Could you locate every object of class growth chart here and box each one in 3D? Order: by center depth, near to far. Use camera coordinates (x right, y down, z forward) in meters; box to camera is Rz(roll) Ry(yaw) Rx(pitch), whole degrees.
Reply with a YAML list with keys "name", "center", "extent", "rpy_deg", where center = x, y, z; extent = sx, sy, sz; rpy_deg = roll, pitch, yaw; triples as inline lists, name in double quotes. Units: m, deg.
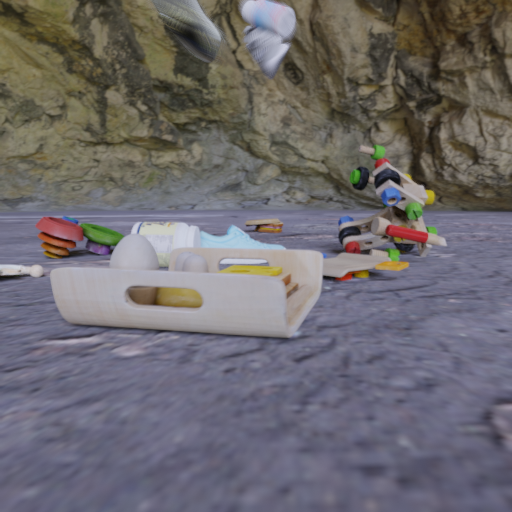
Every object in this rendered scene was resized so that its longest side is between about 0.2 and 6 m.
- name: "growth chart"
  center: [-4.465, 0.322, 7.127]
  extent: [2.126, 0.261, 2.938]
  rpy_deg: [1, 6, 12]

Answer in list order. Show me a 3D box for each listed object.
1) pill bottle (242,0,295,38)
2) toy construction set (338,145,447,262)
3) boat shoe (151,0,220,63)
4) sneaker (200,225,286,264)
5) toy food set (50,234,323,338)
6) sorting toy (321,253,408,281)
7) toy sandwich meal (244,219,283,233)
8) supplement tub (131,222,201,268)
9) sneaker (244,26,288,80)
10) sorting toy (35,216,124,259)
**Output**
- name: "pill bottle"
  center: [0.171, -3.610, 8.471]
  extent: [0.783, 0.426, 0.426]
  rpy_deg: [32, 24, 32]
- name: "toy construction set"
  center: [2.863, -0.647, 10.588]
  extent: [1.923, 2.087, 2.503]
  rpy_deg: [11, 24, -14]
- name: "boat shoe"
  center: [-1.084, -3.535, 8.347]
  extent: [0.538, 0.450, 1.504]
  rpy_deg: [-20, -41, 30]
- name: "sneaker"
  center: [-0.253, -0.213, 10.160]
  extent: [1.674, 0.686, 0.619]
  rpy_deg: [-1, 7, -11]
- name: "toy food set"
  center: [-0.452, 0.151, 5.836]
  extent: [2.028, 0.854, 2.827]
  rpy_deg: [1, 6, 13]
- name: "sorting toy"
  center: [1.279, 0.196, 8.363]
  extent: [1.139, 0.276, 2.023]
  rpy_deg: [-11, 11, -40]
- name: "toy sandwich meal"
  center: [0.265, -0.993, 18.950]
  extent: [1.363, 0.467, 1.363]
  rpy_deg: [-4, 5, 0]
- name: "supplement tub"
  center: [-1.519, -0.182, 9.465]
  extent: [1.064, 0.771, 0.771]
  rpy_deg: [1, 6, 5]
- name: "sneaker"
  center: [0.092, -4.041, 11.034]
  extent: [0.775, 0.706, 1.890]
  rpy_deg: [19, 28, -19]
- name: "sorting toy"
  center: [-3.604, -0.262, 11.218]
  extent: [1.141, 0.780, 1.900]
  rpy_deg: [24, 8, 38]
